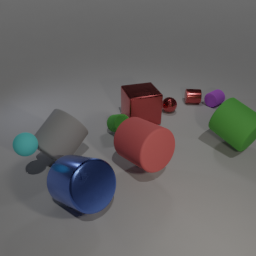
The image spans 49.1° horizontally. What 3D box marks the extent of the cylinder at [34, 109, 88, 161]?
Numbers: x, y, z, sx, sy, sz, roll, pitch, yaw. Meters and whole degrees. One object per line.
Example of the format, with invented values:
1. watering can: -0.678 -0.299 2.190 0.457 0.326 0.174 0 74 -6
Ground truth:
1. cylinder: -2.276 0.313 9.345 1.400 1.400 1.400 23 70 32

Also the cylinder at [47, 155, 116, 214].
1. cylinder: -1.270 1.470 7.588 1.400 1.400 1.400 -27 17 -36

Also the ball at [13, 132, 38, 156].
1. ball: -2.987 0.478 8.159 0.700 0.700 0.700 0 32 0

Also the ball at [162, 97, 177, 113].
1. ball: 1.871 -1.052 12.699 0.700 0.700 0.700 0 32 0

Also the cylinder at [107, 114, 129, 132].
1. cylinder: -0.373 -0.186 10.902 0.700 0.700 0.700 -19 9 -27

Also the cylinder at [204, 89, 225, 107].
1. cylinder: 4.103 -1.405 13.253 0.700 0.700 0.700 -24 39 -35

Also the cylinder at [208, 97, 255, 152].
1. cylinder: 3.830 -0.129 9.856 1.400 1.400 1.400 -24 54 -33

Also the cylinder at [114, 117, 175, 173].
1. cylinder: 0.497 0.488 8.734 1.400 1.400 1.400 -22 29 -31

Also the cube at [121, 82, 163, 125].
1. cube: 0.547 -0.981 11.909 1.400 1.400 1.400 -9 33 -14

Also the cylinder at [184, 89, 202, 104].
1. cylinder: 3.112 -1.520 13.436 0.700 0.700 0.700 2 32 2
